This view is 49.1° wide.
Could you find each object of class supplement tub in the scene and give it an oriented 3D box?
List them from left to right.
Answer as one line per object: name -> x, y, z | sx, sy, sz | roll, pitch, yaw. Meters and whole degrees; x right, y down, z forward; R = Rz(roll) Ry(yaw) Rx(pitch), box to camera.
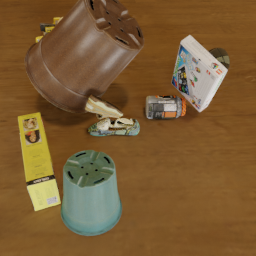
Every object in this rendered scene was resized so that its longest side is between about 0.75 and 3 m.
supplement tub -> 1.242, -0.700, 9.328 | 1.254, 0.768, 0.768 | -1, 41, -2

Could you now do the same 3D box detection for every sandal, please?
sandal -> 2.984, -2.496, 11.399 | 2.801, 1.145, 0.765 | -27, 26, -18

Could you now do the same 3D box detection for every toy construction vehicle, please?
toy construction vehicle -> -3.306, -4.698, 13.797 | 2.685, 0.946, 2.338 | -13, 43, -14

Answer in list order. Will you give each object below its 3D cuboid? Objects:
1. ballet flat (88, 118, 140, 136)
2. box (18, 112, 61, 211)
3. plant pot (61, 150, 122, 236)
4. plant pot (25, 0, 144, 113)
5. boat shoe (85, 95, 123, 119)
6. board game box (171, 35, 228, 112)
ballet flat -> -0.455, -0.091, 8.778 | 1.644, 0.610, 0.610 | -2, 41, -2
box -> -2.411, 0.772, 7.470 | 0.675, 1.014, 2.694 | -14, 42, -17
plant pot -> -0.853, 1.376, 6.351 | 1.481, 1.451, 1.481 | 2, 38, -1
plant pot -> -1.149, -2.266, 8.212 | 2.732, 2.705, 2.732 | 27, 45, -31
boat shoe -> -0.718, -0.506, 8.171 | 0.516, 0.548, 1.439 | 40, 11, 39
board game box -> 2.019, -1.516, 8.406 | 0.397, 2.295, 1.449 | -37, 73, -11
